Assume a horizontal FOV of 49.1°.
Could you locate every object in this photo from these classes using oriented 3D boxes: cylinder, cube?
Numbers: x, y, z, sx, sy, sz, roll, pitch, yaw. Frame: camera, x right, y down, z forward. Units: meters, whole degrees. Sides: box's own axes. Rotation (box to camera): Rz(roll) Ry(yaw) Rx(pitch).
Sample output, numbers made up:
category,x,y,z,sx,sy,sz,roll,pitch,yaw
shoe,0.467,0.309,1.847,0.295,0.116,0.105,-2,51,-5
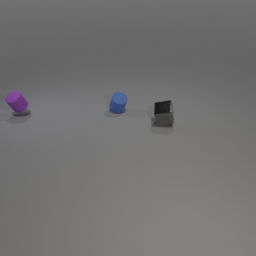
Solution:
category,x,y,z,sx,sy,sz,roll,pitch,yaw
cylinder,-0.433,-1.142,12.613,0.700,0.700,0.700,7,57,-11
cylinder,-4.817,-1.136,12.156,0.700,0.700,0.700,-8,54,11
cube,1.481,-0.609,11.420,0.700,0.700,0.700,-8,48,16
